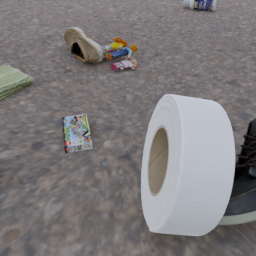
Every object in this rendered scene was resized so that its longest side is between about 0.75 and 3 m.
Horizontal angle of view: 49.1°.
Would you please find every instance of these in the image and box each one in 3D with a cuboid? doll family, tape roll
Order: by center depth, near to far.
[{"bbox_3d":[0.840,0.593,4.661,0.787,2.251,2.251,8,36,-10],"label":"tape roll"},{"bbox_3d":[-0.302,-2.839,10.363,1.170,0.849,1.885,-20,42,-24],"label":"doll family"}]

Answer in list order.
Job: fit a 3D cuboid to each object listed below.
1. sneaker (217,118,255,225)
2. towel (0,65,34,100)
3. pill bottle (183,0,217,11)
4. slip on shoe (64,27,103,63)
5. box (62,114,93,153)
[{"bbox_3d":[2.210,0.647,5.096,2.758,1.465,1.032,-17,-3,-27],"label":"sneaker"},{"bbox_3d":[-4.335,-1.370,8.802,1.691,0.416,2.279,23,43,29],"label":"towel"},{"bbox_3d":[4.178,-7.379,16.180,1.824,1.013,1.013,11,39,14],"label":"pill bottle"},{"bbox_3d":[-1.933,-3.162,10.802,0.750,0.942,2.477,-25,52,-30],"label":"slip on shoe"},{"bbox_3d":[-1.288,0.112,7.025,0.670,0.212,1.218,-8,38,-11],"label":"box"}]
